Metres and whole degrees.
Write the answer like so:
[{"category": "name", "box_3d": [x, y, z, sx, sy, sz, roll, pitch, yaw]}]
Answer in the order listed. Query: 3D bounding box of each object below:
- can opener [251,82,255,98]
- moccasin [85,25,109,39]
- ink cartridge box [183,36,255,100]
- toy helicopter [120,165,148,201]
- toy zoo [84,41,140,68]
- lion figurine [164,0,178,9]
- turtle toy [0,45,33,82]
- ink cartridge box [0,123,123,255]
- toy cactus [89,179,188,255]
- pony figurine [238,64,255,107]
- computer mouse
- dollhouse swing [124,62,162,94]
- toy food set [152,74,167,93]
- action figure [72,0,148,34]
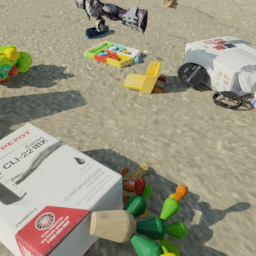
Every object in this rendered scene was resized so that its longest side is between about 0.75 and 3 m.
[{"category": "can opener", "box_3d": [2.804, -0.913, 4.683, 1.500, 0.395, 0.498, -28, 59, 30]}, {"category": "moccasin", "box_3d": [-1.409, -4.658, 13.267, 0.587, 0.498, 1.459, 23, 44, 26]}, {"category": "ink cartridge box", "box_3d": [3.571, -2.227, 9.796, 2.183, 1.043, 2.486, -17, 42, -20]}, {"category": "toy helicopter", "box_3d": [0.073, 1.136, 6.232, 0.746, 0.445, 1.128, 12, 29, 29]}, {"category": "toy zoo", "box_3d": [-0.505, -3.005, 11.425, 2.185, 0.224, 1.434, 24, 44, 27]}, {"category": "lion figurine", "box_3d": [1.397, -4.204, 8.259, 0.859, 1.402, 0.508, -40, 70, -4]}, {"category": "turtle toy", "box_3d": [-4.378, -2.268, 9.777, 1.602, 1.111, 2.198, 24, 43, 37]}, {"category": "ink cartridge box", "box_3d": [-1.724, 1.243, 5.413, 2.692, 1.127, 1.943, 25, 45, 27]}, {"category": "toy cactus", "box_3d": [0.300, 1.646, 4.668, 1.826, 1.131, 2.212, 13, 37, -23]}, {"category": "pony figurine", "box_3d": [4.097, -1.190, 8.035, 1.559, 1.808, 1.872, 3, 32, 30]}, {"category": "computer mouse", "box_3d": [2.632, -1.373, 9.199, 0.772, 0.448, 2.634, -47, 54, 6]}, {"category": "dollhouse swing", "box_3d": [0.492, -1.808, 9.457, 0.955, 0.987, 1.086, 22, 41, -1]}, {"category": "toy food set", "box_3d": [1.157, -1.536, 9.498, 0.362, 0.384, 0.805, 25, 43, 11]}, {"category": "action figure", "box_3d": [-0.582, -3.402, 8.178, 2.322, 1.511, 0.806, 18, 83, 9]}]
